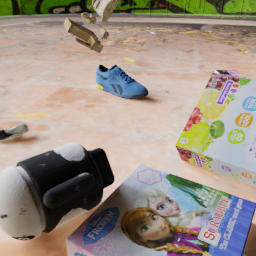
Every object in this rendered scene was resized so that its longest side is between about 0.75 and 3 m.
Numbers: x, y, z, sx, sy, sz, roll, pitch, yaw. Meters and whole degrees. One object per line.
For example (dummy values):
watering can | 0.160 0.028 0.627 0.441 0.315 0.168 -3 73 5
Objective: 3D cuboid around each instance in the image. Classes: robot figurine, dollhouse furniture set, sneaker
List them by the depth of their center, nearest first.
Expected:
robot figurine | -1.354 1.128 5.243 2.233 1.678 1.394 -21 52 -35
sneaker | -3.437 0.170 8.288 1.002 0.363 0.360 -20 62 -13
dollhouse furniture set | -1.000 -3.735 8.660 1.028 2.105 1.795 17 30 -36
sneaker | -0.333 -1.975 11.596 2.760 1.082 0.910 23 33 35

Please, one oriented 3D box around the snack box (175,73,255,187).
snack box | 2.907 0.056 6.551 2.806 0.950 2.366 18 68 30

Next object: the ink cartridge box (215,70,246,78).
ink cartridge box | 4.777 -2.212 12.825 1.031 0.404 2.178 0 30 -1

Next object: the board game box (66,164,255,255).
board game box | 0.693 1.769 4.882 2.485 0.513 2.491 15 31 27
